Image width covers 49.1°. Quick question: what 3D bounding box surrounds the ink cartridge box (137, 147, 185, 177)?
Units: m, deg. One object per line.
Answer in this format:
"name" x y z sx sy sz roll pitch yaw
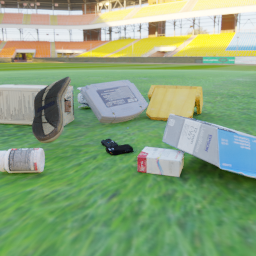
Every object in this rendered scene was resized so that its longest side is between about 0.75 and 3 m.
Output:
"ink cartridge box" 0.728 0.723 6.102 0.913 0.378 0.665 5 15 19

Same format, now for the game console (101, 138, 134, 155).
"game console" -0.360 0.482 7.540 0.649 0.133 1.100 -7 18 -27

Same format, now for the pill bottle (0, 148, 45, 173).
"pill bottle" -2.279 0.692 5.946 0.906 0.516 0.516 0 15 -5

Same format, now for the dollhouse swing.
"dollhouse swing" 1.923 -0.721 11.668 2.110 1.855 1.918 5 -26 19

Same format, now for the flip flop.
"flip flop" -2.034 -0.517 7.948 1.102 0.783 2.719 -23 42 11

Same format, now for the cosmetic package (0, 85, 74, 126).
"cosmetic package" -3.451 -0.878 10.306 2.685 1.388 1.171 4 14 8

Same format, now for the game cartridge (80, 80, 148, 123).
"game cartridge" -0.419 -1.022 10.735 2.524 1.681 0.524 -16 -20 -44

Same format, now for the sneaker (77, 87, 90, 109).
"sneaker" -1.428 -1.274 12.514 1.645 1.076 2.863 -3 10 -8

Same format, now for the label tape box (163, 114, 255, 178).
"label tape box" 2.078 0.375 5.906 1.655 0.764 2.310 12 5 -29
